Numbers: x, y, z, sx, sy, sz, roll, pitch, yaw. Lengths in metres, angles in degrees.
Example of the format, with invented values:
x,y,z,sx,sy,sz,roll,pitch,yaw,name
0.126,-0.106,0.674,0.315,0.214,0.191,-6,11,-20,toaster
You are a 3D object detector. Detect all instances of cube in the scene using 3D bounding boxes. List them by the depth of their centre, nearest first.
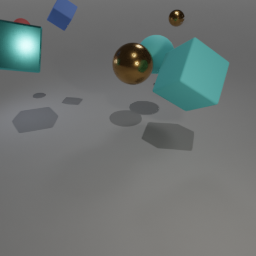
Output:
x,y,z,sx,sy,sz,roll,pitch,yaw,name
1.821,-1.486,8.203,1.400,1.400,1.400,27,-17,-23,cube
-3.610,-2.550,8.850,1.400,1.400,1.400,-1,14,-31,cube
-2.300,-4.007,9.785,0.700,0.700,0.700,28,58,-23,cube

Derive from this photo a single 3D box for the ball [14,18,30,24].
x,y,z,sx,sy,sz,roll,pitch,yaw,name
-4.174,-3.940,10.997,0.700,0.700,0.700,0,29,0,ball

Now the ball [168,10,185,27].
x,y,z,sx,sy,sz,roll,pitch,yaw,name
2.126,-4.813,12.270,0.700,0.700,0.700,0,29,0,ball

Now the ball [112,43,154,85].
x,y,z,sx,sy,sz,roll,pitch,yaw,name
0.165,-2.172,9.513,1.400,1.400,1.400,0,29,0,ball

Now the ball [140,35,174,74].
x,y,z,sx,sy,sz,roll,pitch,yaw,name
1.031,-2.725,10.418,1.400,1.400,1.400,0,29,0,ball
